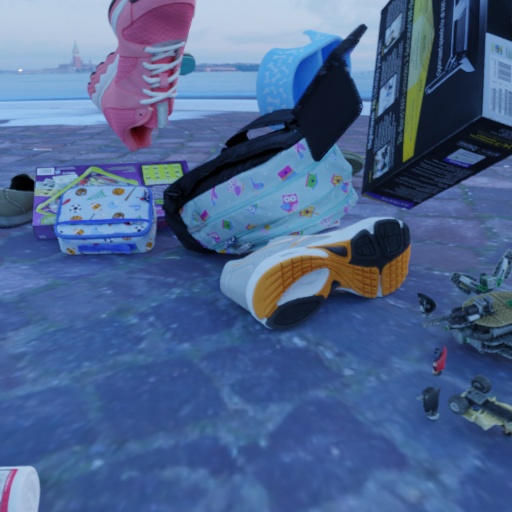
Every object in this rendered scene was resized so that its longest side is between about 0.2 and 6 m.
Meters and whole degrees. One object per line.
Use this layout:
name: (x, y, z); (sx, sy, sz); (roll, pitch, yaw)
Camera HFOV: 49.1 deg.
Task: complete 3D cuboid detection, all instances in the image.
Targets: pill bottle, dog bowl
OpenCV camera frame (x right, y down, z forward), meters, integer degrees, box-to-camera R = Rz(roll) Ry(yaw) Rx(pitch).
pill bottle: (-2.362, 2.039, 4.590); (1.006, 0.557, 0.557); (-1, 21, -4)
dog bowl: (1.144, -3.830, 12.124); (0.751, 1.688, 3.028); (11, 38, 33)

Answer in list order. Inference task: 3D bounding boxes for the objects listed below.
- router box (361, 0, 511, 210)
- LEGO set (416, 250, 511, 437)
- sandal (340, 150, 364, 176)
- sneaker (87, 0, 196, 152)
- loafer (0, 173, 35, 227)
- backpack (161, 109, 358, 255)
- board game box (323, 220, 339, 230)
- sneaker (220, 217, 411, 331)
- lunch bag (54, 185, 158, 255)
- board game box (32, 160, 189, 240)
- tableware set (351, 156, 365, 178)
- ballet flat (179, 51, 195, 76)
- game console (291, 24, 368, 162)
router box: (3.338, -3.440, 9.839); (1.154, 4.420, 3.475); (13, -16, -15)
LEGO set: (2.974, 1.125, 7.032); (2.156, 0.941, 3.319); (17, 39, 42)
sandal: (1.470, -2.019, 15.044); (3.007, 1.194, 0.858); (-15, 67, -5)
sneaker: (-1.394, -2.502, 7.715); (1.122, 1.321, 3.045); (-22, -7, -30)
loafer: (-5.256, -1.507, 13.432); (1.069, 0.990, 2.842); (6, 21, 14)
backpack: (0.191, -1.269, 10.270); (3.267, 2.068, 2.726); (-16, 28, 43)
board game box: (0.400, -1.079, 13.011); (1.703, 0.467, 2.698); (-14, 25, -33)
sneaker: (0.989, 0.040, 9.003); (3.513, 1.330, 1.616); (-13, 19, -34)
lunch bag: (-2.922, -0.701, 11.151); (1.984, 0.750, 1.590); (-3, 46, -4)
board game box: (-3.146, -1.335, 12.666); (3.509, 0.567, 2.106); (-5, 40, -14)
tableware set: (1.513, -2.338, 15.963); (3.109, 0.623, 2.055); (-3, -4, -22)
ballet flat: (-2.130, -4.164, 11.879); (0.636, 0.688, 2.039); (36, 26, 24)
game console: (1.134, -2.201, 7.672); (1.240, 0.820, 1.410); (-49, 2, -29)
